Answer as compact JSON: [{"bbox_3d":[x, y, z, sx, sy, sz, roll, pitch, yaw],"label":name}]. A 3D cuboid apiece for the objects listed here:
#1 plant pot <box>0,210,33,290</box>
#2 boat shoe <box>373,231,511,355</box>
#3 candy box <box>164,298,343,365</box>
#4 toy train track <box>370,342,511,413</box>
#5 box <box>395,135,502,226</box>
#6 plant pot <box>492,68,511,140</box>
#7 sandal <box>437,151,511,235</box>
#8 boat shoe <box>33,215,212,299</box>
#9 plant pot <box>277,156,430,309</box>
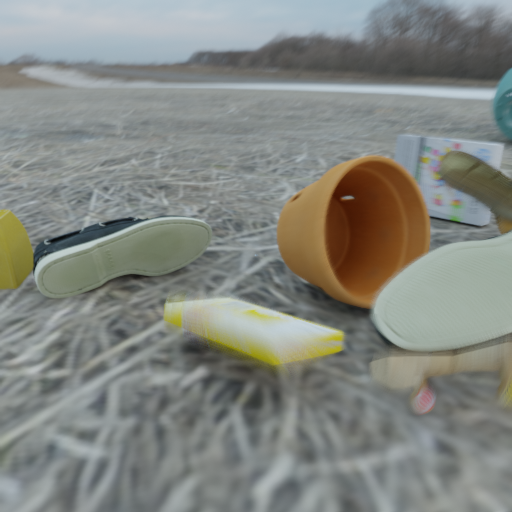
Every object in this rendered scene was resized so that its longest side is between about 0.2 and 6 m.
[{"bbox_3d":[-4.048,-0.147,8.521,0.999,1.029,1.006,-1,20,-3],"label":"plant pot"},{"bbox_3d":[2.921,0.395,6.815,3.454,1.168,1.241,-23,61,-17],"label":"boat shoe"},{"bbox_3d":[-0.096,0.778,6.217,0.991,0.256,1.939,-5,11,-40],"label":"candy box"},{"bbox_3d":[2.545,1.224,5.474,2.973,0.484,1.705,2,-19,-17],"label":"toy train track"},{"bbox_3d":[3.786,-1.578,11.401,2.040,1.590,0.420,17,21,38],"label":"box"},{"bbox_3d":[9.757,-5.349,19.374,3.213,3.213,2.578,20,44,41],"label":"plant pot"},{"bbox_3d":[4.211,-0.621,9.073,3.090,0.834,1.241,30,38,3],"label":"sandal"},{"bbox_3d":[-2.048,-0.162,8.588,2.746,1.026,0.911,-21,41,-24],"label":"boat shoe"},{"bbox_3d":[1.257,-0.312,7.973,2.032,2.032,1.422,-14,8,-32],"label":"plant pot"}]
